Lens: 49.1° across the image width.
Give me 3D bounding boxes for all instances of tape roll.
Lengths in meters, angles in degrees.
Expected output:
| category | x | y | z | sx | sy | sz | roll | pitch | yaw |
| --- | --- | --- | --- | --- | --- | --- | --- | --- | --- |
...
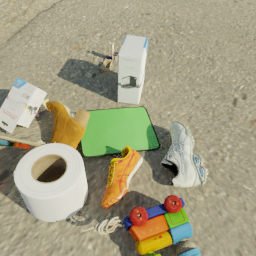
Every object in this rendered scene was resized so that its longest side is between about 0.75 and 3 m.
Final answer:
| category | x | y | z | sx | sy | sz | roll | pitch | yaw |
| --- | --- | --- | --- | --- | --- | --- | --- | --- | --- |
| tape roll | -2.201 | 1.585 | 8.292 | 1.940 | 1.332 | 1.940 | 1 | 45 | -1 |

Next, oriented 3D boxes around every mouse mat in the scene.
| category | x | y | z | sx | sy | sz | roll | pitch | yaw |
| --- | --- | --- | --- | --- | --- | --- | --- | --- | --- |
| mouse mat | -0.413 | 0.061 | 10.470 | 2.863 | 0.108 | 2.304 | -5 | 48 | -13 |

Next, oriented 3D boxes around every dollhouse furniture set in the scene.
| category | x | y | z | sx | sy | sz | roll | pitch | yaw |
| --- | --- | --- | --- | --- | --- | --- | --- | --- | --- |
| dollhouse furniture set | -0.705 | -3.458 | 13.526 | 1.109 | 0.994 | 1.400 | 8 | 46 | 7 |

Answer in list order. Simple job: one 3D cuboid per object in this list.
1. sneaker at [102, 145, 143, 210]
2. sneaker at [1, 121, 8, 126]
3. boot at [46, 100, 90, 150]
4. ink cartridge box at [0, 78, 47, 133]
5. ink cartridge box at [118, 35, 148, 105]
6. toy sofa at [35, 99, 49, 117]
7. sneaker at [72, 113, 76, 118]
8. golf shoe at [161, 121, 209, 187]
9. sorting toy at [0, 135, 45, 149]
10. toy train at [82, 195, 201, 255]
| category | x | y | z | sx | sy | sz | roll | pitch | yaw |
| --- | --- | --- | --- | --- | --- | --- | --- | --- | --- |
| sneaker | -0.335 | 1.493 | 8.600 | 0.893 | 0.845 | 2.316 | 40 | 42 | -9 |
| sneaker | -4.784 | -0.181 | 10.777 | 0.792 | 0.299 | 0.303 | 5 | 45 | 7 |
| boot | -2.523 | -0.046 | 10.165 | 2.307 | 0.812 | 1.651 | 16 | 73 | 33 |
| ink cartridge box | -4.135 | -0.788 | 10.755 | 1.125 | 0.663 | 1.954 | 27 | 87 | 24 |
| ink cartridge box | 0.181 | -2.369 | 11.545 | 0.955 | 2.281 | 1.655 | 9 | 46 | 5 |
| toy sofa | -3.978 | -1.001 | 11.483 | 1.397 | 0.682 | 0.579 | 18 | 23 | 17 |
| sneaker | -2.191 | -0.281 | 10.877 | 0.506 | 0.354 | 0.877 | -5 | 39 | 1 |
| golf shoe | 1.649 | 0.804 | 9.363 | 1.271 | 1.024 | 2.615 | -11 | 45 | -3 |
| sorting toy | -3.592 | 0.507 | 8.989 | 1.741 | 2.337 | 0.313 | 8 | 81 | -11 |
| toy train | 0.385 | 2.950 | 7.208 | 2.789 | 1.181 | 1.614 | -15 | 61 | -15 |
